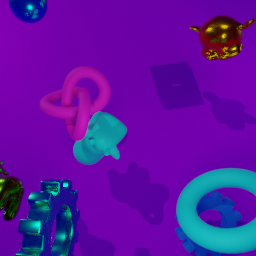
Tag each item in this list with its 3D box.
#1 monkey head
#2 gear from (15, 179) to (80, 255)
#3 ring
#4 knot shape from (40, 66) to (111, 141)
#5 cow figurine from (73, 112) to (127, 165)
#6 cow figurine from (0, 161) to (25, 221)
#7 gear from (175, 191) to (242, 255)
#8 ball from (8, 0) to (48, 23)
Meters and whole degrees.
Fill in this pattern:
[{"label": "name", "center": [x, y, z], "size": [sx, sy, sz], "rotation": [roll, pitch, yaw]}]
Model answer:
[{"label": "monkey head", "center": [2.364, -2.241, 6.850], "size": [1.229, 1.709, 1.030], "rotation": [-25, 116, -37]}, {"label": "gear", "center": [-1.094, 1.542, 4.127], "size": [0.287, 1.550, 1.550], "rotation": [0, 72, 9]}, {"label": "ring", "center": [1.773, 1.384, 4.999], "size": [1.835, 1.835, 0.367], "rotation": [-25, 117, -8]}, {"label": "knot shape", "center": [-0.973, -0.448, 4.844], "size": [1.171, 0.578, 1.251], "rotation": [10, 76, 28]}, {"label": "cow figurine", "center": [-0.685, 0.311, 6.103], "size": [0.929, 1.666, 1.693], "rotation": [36, 117, -10]}, {"label": "cow figurine", "center": [-2.293, 0.975, 4.908], "size": [1.280, 0.703, 1.259], "rotation": [-9, 45, 21]}, {"label": "gear", "center": [1.821, 2.182, 6.359], "size": [1.477, 0.273, 1.477], "rotation": [-1, 93, -9]}, {"label": "ball", "center": [-1.902, -2.375, 5.351], "size": [0.708, 0.708, 0.708], "rotation": [0, 72, 0]}]
